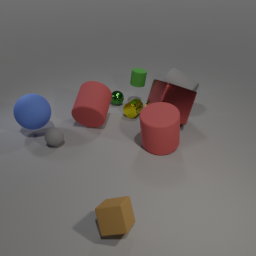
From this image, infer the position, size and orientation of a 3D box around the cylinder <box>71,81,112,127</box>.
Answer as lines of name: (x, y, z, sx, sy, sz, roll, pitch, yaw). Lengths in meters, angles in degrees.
cylinder: (-1.480, -0.979, 11.606, 1.400, 1.400, 1.400, 6, 56, 10)

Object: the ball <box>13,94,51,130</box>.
ball: (-3.712, -0.632, 10.917, 1.400, 1.400, 1.400, 0, 30, 0)

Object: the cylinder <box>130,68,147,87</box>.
cylinder: (0.482, -2.337, 12.976, 0.700, 0.700, 0.700, 6, 30, -3)

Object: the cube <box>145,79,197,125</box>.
cube: (1.715, -1.091, 11.550, 1.400, 1.400, 1.400, 14, 11, -21)

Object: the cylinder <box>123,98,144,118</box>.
cylinder: (0.244, -0.899, 12.670, 0.700, 0.700, 0.700, 16, 34, 25)

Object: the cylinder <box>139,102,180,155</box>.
cylinder: (1.160, 0.019, 10.118, 1.400, 1.400, 1.400, -5, 41, 4)

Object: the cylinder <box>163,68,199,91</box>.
cylinder: (2.393, -1.888, 13.257, 1.400, 1.400, 1.400, 36, 41, 14)

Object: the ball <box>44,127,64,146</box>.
ball: (-2.755, 0.322, 10.458, 0.700, 0.700, 0.700, 0, 30, 0)

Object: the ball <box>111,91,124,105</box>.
ball: (-0.543, -1.476, 13.684, 0.700, 0.700, 0.700, 0, 30, 0)

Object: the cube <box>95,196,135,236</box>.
cube: (-0.302, 2.159, 6.915, 0.700, 0.700, 0.700, -13, 1, 18)
